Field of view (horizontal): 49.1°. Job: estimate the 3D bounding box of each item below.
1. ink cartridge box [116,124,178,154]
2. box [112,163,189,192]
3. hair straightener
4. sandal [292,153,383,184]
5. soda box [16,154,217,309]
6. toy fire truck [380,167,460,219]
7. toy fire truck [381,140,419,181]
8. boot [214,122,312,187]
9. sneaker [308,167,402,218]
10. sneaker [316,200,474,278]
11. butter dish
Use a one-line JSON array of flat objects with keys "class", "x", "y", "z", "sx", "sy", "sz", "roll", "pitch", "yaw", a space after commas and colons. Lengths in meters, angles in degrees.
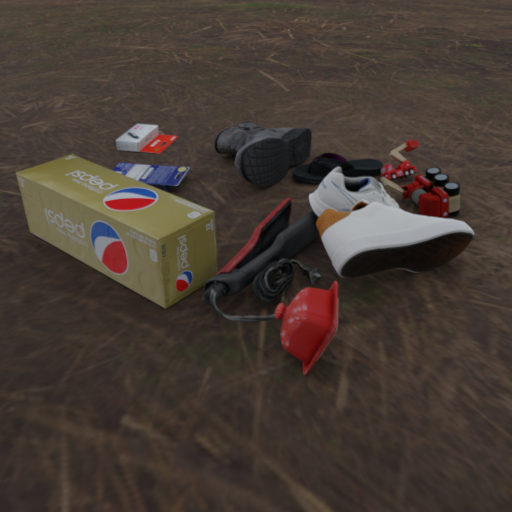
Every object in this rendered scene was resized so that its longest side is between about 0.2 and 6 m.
[{"class": "ink cartridge box", "x": -2.677, "y": -2.900, "z": 13.827, "sx": 1.105, "sy": 0.277, "sz": 1.273, "roll": 6, "pitch": 32, "yaw": 13}, {"class": "box", "x": -2.286, "y": -1.632, "z": 11.786, "sx": 1.605, "sy": 0.260, "sz": 0.972, "roll": 4, "pitch": 32, "yaw": 10}, {"class": "hair straightener", "x": 0.354, "y": 0.028, "z": 8.564, "sx": 1.328, "sy": 0.706, "sz": 3.453, "roll": 18, "pitch": 29, "yaw": 21}, {"class": "sandal", "x": 1.752, "y": -1.991, "z": 12.140, "sx": 2.079, "sy": 0.498, "sz": 0.781, "roll": -9, "pitch": 33, "yaw": -15}, {"class": "soda box", "x": -2.333, "y": -0.544, "z": 9.117, "sx": 3.626, "sy": 1.228, "sz": 1.160, "roll": 23, "pitch": 39, "yaw": 32}, {"class": "toy fire truck", "x": 3.101, "y": -1.195, "z": 10.713, "sx": 1.270, "sy": 0.817, "sz": 1.118, "roll": -16, "pitch": 34, "yaw": -4}, {"class": "toy fire truck", "x": 3.065, "y": -2.022, "z": 11.924, "sx": 1.046, "sy": 0.738, "sz": 0.255, "roll": -16, "pitch": -6, "yaw": -21}, {"class": "boot", "x": -0.166, "y": -2.309, "z": 12.398, "sx": 1.918, "sy": 1.017, "sz": 2.913, "roll": 14, "pitch": 23, "yaw": 26}, {"class": "sneaker", "x": 1.948, "y": -0.802, "z": 9.417, "sx": 2.075, "sy": 0.904, "sz": 0.773, "roll": 17, "pitch": 40, "yaw": -17}, {"class": "sneaker", "x": 2.159, "y": -0.434, "z": 8.548, "sx": 2.808, "sy": 1.022, "sz": 1.189, "roll": -2, "pitch": 50, "yaw": -34}, {"class": "butter dish", "x": 0.574, "y": 0.807, "z": 7.033, "sx": 0.713, "sy": 0.965, "sz": 0.962, "roll": 22, "pitch": 35, "yaw": -6}]
